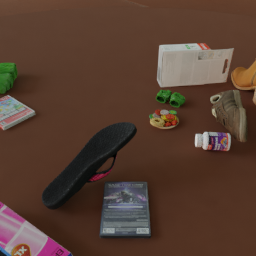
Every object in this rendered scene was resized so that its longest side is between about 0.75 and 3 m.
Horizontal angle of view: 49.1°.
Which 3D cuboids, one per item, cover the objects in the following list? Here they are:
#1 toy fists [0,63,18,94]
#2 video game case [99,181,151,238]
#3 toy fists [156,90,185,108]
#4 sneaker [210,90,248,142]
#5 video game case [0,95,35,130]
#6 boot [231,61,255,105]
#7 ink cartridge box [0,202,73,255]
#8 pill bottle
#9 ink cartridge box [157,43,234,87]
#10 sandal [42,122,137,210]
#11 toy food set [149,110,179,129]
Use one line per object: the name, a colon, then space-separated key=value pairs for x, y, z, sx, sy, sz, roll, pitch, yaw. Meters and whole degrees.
toy fists: x=-4.805 y=-1.942 z=10.768 sx=0.942 sy=0.635 sz=1.847 roll=-9 pitch=39 yaw=1
video game case: x=-0.056 y=1.765 z=6.218 sx=1.035 sy=0.137 sz=1.449 roll=0 pitch=36 yaw=0
toy fists: x=1.505 y=-1.074 z=9.822 sx=1.018 sy=0.350 sz=0.519 roll=20 pitch=41 yaw=26
sneaker: x=3.072 y=-0.356 z=8.630 sx=0.958 sy=0.893 sz=2.535 roll=-6 pitch=29 yaw=18
video game case: x=-4.029 y=-0.550 z=9.286 sx=1.623 sy=0.142 sz=1.161 roll=27 pitch=44 yaw=31
boot: x=4.571 y=-2.146 z=9.847 sx=0.994 sy=2.013 sz=2.593 roll=-1 pitch=37 yaw=-1
ink cartridge box: x=-1.998 y=2.466 z=5.030 sx=2.772 sy=0.514 sz=1.312 roll=24 pitch=43 yaw=25
pill bottle: x=2.331 y=0.363 z=7.741 sx=0.884 sy=0.492 sz=0.492 roll=3 pitch=37 yaw=5
ink cartridge box: x=2.503 y=-2.414 z=10.671 sx=2.664 sy=1.451 sz=0.671 roll=-5 pitch=37 yaw=-6
sandal: x=-0.827 y=0.877 z=6.593 sx=2.711 sy=0.611 sz=1.018 roll=-44 pitch=33 yaw=-10
toy food set: x=1.143 y=-0.293 z=8.875 sx=0.929 sy=0.226 sz=0.919 roll=1 pitch=37 yaw=2
